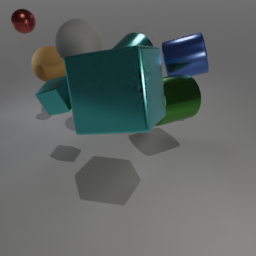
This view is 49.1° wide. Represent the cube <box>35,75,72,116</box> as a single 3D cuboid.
[{"bbox_3d":[-1.808,-0.840,7.258,0.700,0.700,0.700,-8,37,27],"label":"cube"}]

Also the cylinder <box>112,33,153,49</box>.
[{"bbox_3d":[0.069,-2.461,9.978,1.400,1.400,1.400,13,45,22],"label":"cylinder"}]

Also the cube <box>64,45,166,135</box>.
[{"bbox_3d":[-0.158,-0.731,5.287,1.400,1.400,1.400,-3,13,20],"label":"cube"}]

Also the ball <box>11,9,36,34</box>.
[{"bbox_3d":[-3.143,-3.207,8.423,0.700,0.700,0.700,0,29,0],"label":"ball"}]

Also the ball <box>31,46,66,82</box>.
[{"bbox_3d":[-3.034,-2.475,10.936,1.400,1.400,1.400,0,29,0],"label":"ball"}]

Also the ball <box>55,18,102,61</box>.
[{"bbox_3d":[-1.481,-2.558,8.460,1.400,1.400,1.400,0,29,0],"label":"ball"}]

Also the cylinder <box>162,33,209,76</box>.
[{"bbox_3d":[2.015,-2.496,9.906,1.400,1.400,1.400,-11,26,14],"label":"cylinder"}]

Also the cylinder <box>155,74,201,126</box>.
[{"bbox_3d":[1.243,-0.865,8.543,1.400,1.400,1.400,-13,31,-29],"label":"cylinder"}]
